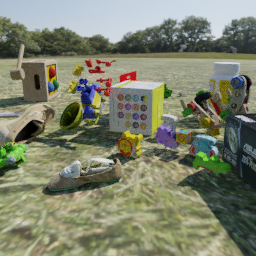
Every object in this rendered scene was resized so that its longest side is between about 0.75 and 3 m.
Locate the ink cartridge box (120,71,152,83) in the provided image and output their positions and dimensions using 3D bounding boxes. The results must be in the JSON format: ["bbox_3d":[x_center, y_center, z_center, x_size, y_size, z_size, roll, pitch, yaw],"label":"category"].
[{"bbox_3d":[0.342,-1.345,10.907,0.768,1.607,1.830,6,19,20],"label":"ink cartridge box"}]

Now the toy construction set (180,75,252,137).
[{"bbox_3d":[2.970,-0.273,8.342,2.046,1.885,2.454,-26,-9,18],"label":"toy construction set"}]

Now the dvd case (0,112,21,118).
[{"bbox_3d":[-4.611,-0.511,10.842,0.795,0.064,0.591,-4,18,-10],"label":"dvd case"}]

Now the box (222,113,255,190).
[{"bbox_3d":[3.518,0.574,5.417,2.280,1.199,2.784,-3,18,-7],"label":"box"}]

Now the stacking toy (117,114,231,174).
[{"bbox_3d":[1.460,0.404,7.098,2.801,0.658,2.112,15,24,34],"label":"stacking toy"}]

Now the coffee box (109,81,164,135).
[{"bbox_3d":[0.320,-0.708,9.129,1.429,1.443,1.445,6,18,20],"label":"coffee box"}]

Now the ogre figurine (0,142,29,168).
[{"bbox_3d":[-2.738,0.635,6.441,0.685,0.560,1.142,-15,-1,12],"label":"ogre figurine"}]

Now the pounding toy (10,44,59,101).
[{"bbox_3d":[-4.280,-2.610,13.268,1.354,2.600,2.960,1,17,3],"label":"pounding toy"}]

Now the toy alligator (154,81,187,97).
[{"bbox_3d":[1.617,-1.987,14.324,2.970,0.806,0.881,-2,17,-7],"label":"toy alligator"}]

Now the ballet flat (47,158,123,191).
[{"bbox_3d":[-0.853,0.869,5.653,1.551,0.506,0.547,-8,20,-22],"label":"ballet flat"}]

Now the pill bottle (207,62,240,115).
[{"bbox_3d":[3.647,-1.469,10.646,1.131,1.978,1.131,1,17,0],"label":"pill bottle"}]

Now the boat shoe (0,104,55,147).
[{"bbox_3d":[-2.802,-0.035,8.200,0.767,0.848,2.379,13,29,18],"label":"boat shoe"}]

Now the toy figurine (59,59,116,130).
[{"bbox_3d":[-1.056,-0.729,9.068,1.443,1.639,2.735,0,57,15],"label":"toy figurine"}]
